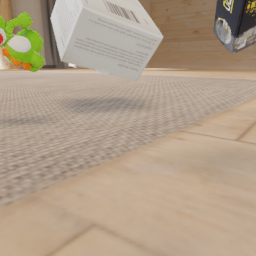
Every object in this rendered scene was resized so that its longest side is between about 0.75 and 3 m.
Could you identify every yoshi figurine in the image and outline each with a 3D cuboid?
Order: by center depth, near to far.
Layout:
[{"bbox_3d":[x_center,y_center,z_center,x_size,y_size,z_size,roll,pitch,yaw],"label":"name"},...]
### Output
[{"bbox_3d":[-3.172,-2.516,7.242,2.431,1.361,1.367,42,-15,-32],"label":"yoshi figurine"}]

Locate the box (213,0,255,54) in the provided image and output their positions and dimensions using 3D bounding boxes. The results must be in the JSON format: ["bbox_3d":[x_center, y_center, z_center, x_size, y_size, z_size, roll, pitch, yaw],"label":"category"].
[{"bbox_3d":[2.213,-2.116,3.251,2.350,0.577,1.894,-26,-25,-2],"label":"box"}]

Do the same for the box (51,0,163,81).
[{"bbox_3d":[-0.861,-3.520,9.772,2.965,1.948,2.981,8,42,-33],"label":"box"}]
